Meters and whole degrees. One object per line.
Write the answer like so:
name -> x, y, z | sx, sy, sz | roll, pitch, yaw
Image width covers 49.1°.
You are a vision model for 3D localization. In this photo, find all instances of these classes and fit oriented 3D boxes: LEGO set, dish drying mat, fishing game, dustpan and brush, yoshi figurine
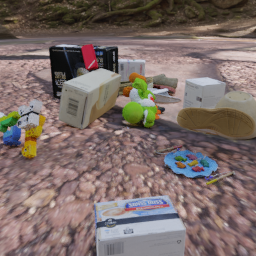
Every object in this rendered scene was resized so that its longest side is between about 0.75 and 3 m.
LEGO set -> -3.105, 0.289, 7.750 | 2.712, 1.113, 1.035 | -18, -25, 29
dish drying mat -> -1.556, -2.880, 11.310 | 0.489, 0.116, 1.273 | -14, 63, -2
fishing game -> 1.633, 0.854, 7.365 | 1.430, 0.310, 1.997 | -10, 24, -29
dustpan and brush -> 1.187, -1.527, 12.574 | 2.190, 0.627, 1.528 | -14, 30, -32
yoshi figurine -> 0.258, -1.003, 10.363 | 1.395, 1.400, 2.492 | -27, 42, 10

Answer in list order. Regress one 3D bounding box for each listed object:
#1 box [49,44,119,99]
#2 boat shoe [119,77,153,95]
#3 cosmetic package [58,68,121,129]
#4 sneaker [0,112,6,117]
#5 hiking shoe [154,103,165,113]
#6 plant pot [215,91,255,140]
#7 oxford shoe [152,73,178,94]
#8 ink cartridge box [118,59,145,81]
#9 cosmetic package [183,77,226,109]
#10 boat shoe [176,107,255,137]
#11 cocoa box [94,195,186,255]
box -> -1.968, -2.522, 12.794 | 2.893, 2.369, 1.246 | 8, 24, 17
boat shoe -> -0.181, -2.122, 13.753 | 2.818, 0.887, 1.028 | 4, 23, 10
cosmetic package -> -1.349, -1.212, 10.621 | 1.020, 1.510, 2.871 | 21, 29, 13
sneaker -> -4.620, -0.278, 9.614 | 0.925, 0.787, 2.090 | -1, 18, -34
hiking shoe -> 0.926, -0.902, 11.210 | 1.156, 0.582, 0.438 | 8, 24, 18
plant pot -> 3.604, -0.551, 9.282 | 1.703, 1.143, 1.703 | -5, 30, 3
oxford shoe -> 1.543, -2.351, 14.106 | 2.223, 0.831, 0.783 | 22, -2, 31
ink cartridge box -> 0.060, -3.110, 15.588 | 1.807, 1.308, 0.759 | 3, 23, 7
cosmetic package -> 2.922, -1.172, 10.860 | 1.106, 1.341, 1.105 | -10, 25, -24
boat shoe -> 2.325, -0.198, 7.609 | 2.092, 0.771, 0.724 | 10, 1, -1
cocoa box -> 0.145, 1.722, 4.477 | 1.312, 0.875, 0.861 | -4, 23, -9
